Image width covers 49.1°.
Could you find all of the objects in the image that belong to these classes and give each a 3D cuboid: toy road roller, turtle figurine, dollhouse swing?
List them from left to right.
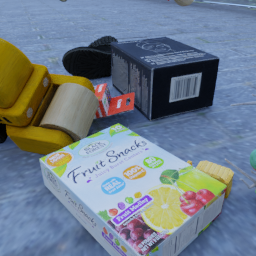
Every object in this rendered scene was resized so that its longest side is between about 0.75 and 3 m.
[{"bbox_3d":[-2.189,-0.698,5.825,2.820,2.059,1.733,10,60,11],"label":"toy road roller"},{"bbox_3d":[1.538,0.768,5.133,0.803,0.730,0.706,18,56,29],"label":"dollhouse swing"},{"bbox_3d":[2.653,0.532,4.319,2.530,1.894,1.274,11,23,-9],"label":"turtle figurine"}]

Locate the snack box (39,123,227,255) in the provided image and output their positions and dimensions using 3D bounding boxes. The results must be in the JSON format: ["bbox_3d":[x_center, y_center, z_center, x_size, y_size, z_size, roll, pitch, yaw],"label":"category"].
[{"bbox_3d":[-0.020,0.963,4.712,1.855,0.691,2.608,-24,38,-35],"label":"snack box"}]

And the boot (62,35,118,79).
[{"bbox_3d":[-1.284,-2.786,10.686,2.904,1.093,2.171,-5,36,-29],"label":"boot"}]

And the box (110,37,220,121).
[{"bbox_3d":[0.923,-1.632,8.367,2.069,1.492,2.788,-13,33,-20],"label":"box"}]

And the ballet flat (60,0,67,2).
[{"bbox_3d":[-1.844,-4.648,8.392,0.594,1.711,0.594,20,33,-14],"label":"ballet flat"}]

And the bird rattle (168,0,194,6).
[{"bbox_3d":[0.962,-2.694,4.951,0.759,1.099,1.348,-2,61,37],"label":"bird rattle"}]

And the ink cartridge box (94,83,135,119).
[{"bbox_3d":[-0.877,-0.693,7.315,2.033,0.512,1.108,-12,29,10],"label":"ink cartridge box"}]
